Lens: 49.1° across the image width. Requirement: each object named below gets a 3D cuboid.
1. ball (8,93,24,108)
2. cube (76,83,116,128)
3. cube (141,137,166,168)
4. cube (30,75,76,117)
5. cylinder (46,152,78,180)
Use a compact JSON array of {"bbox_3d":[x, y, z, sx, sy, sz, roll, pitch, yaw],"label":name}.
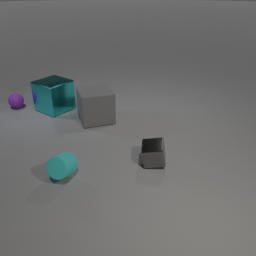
[{"bbox_3d":[-5.292,-1.297,13.238,0.700,0.700,0.700,0,28,0],"label":"ball"},{"bbox_3d":[-1.377,-0.983,11.969,1.400,1.400,1.400,-9,29,-16],"label":"cube"},{"bbox_3d":[0.837,0.805,9.088,0.700,0.700,0.700,-5,36,11],"label":"cube"},{"bbox_3d":[-3.429,-1.518,12.974,1.400,1.400,1.400,20,34,33],"label":"cube"},{"bbox_3d":[-1.979,1.137,8.458,0.700,0.700,0.700,8,8,15],"label":"cylinder"}]
